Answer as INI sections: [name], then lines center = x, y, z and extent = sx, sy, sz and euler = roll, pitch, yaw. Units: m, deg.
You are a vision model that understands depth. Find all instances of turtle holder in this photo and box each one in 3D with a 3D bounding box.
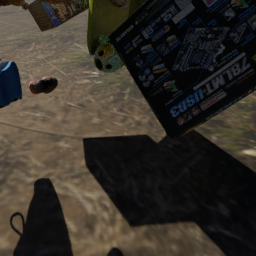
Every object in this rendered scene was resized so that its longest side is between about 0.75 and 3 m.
[turtle holder]
center = -0.547, -2.151, 8.308
extent = 0.833, 1.173, 0.891
euler = -39, 85, -26

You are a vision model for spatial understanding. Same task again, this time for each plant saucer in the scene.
[plant saucer]
center = -0.410, -3.664, 8.660
extent = 0.573, 2.390, 2.393
euler = 33, 41, 29

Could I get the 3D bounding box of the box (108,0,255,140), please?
[box]
center = 1.154, -1.398, 4.868
extent = 2.382, 2.400, 0.596
euler = 59, 23, 13

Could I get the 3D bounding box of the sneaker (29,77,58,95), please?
[sneaker]
center = -1.698, -0.920, 6.005
extent = 0.382, 0.360, 0.933
euler = -11, 16, 21

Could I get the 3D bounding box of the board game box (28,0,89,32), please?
[board game box]
center = -2.058, -4.047, 9.066
extent = 1.914, 0.927, 1.526
euler = -39, 29, -20

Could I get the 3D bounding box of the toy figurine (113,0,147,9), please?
[toy figurine]
center = 0.229, -4.323, 8.064
extent = 1.737, 1.710, 1.209
euler = 0, 9, 4

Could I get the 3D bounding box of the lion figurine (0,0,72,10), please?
[lion figurine]
center = -2.249, -2.977, 6.116
extent = 2.101, 0.761, 1.287
euler = -7, 13, 15

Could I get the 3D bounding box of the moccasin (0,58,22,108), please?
[moccasin]
center = -3.003, -1.013, 6.218
extent = 0.933, 1.100, 2.735
euler = -10, 11, -8
